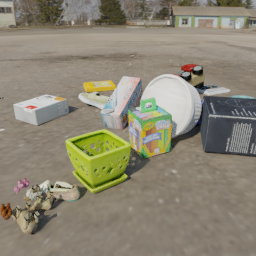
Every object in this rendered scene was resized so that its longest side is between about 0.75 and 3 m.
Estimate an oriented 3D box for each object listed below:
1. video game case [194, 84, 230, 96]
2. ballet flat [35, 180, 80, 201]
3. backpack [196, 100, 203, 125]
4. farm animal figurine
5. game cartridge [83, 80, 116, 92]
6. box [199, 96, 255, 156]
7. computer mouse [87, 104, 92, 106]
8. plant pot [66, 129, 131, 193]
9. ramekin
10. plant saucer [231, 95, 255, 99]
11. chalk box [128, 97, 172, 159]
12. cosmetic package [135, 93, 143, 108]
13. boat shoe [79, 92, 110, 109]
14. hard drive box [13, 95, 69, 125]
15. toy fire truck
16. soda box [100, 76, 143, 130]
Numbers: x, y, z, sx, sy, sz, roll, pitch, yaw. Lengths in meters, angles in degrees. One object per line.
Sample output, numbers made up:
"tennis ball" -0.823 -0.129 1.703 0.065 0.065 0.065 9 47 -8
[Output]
"video game case" 4.287 -1.979 14.454 1.392 0.163 1.266 -11 26 -22
"ballet flat" -1.683 1.386 6.336 1.208 0.406 0.411 1 23 3
"backpack" 2.562 -0.583 10.346 1.049 0.880 0.852 2 16 14
"farm animal figurine" -2.060 1.621 5.708 0.887 0.553 1.099 19 24 1
"game cartridge" -1.538 -2.245 14.949 1.567 0.254 1.381 -5 24 -14
"box" 3.351 -0.128 8.752 1.975 1.245 2.009 6 24 8
"computer mouse" -1.734 -1.120 12.499 0.244 0.142 0.832 8 18 -11
"plant pot" -0.707 0.816 6.803 1.194 1.084 1.188 -17 29 -33
"ramekin" 1.455 -0.677 9.196 0.964 2.070 2.070 0 17 -45
"plant saucer" 5.242 -1.236 12.719 1.222 0.167 1.222 0 24 0
"chalk box" 0.632 -0.083 8.176 0.978 1.572 0.973 -13 29 -20
"cosmetic package" 0.808 -0.985 11.490 1.891 0.672 0.995 8 25 19
"boat shoe" -1.354 -1.263 12.032 1.816 0.563 0.654 23 19 28
"hard drive box" -3.365 -0.741 10.983 1.274 0.628 1.634 14 27 30
"toy fire truck" 2.478 -2.401 13.806 1.851 1.353 2.103 -28 41 -13
"soda box" -0.182 -0.995 10.477 0.787 0.731 2.300 9 46 20
